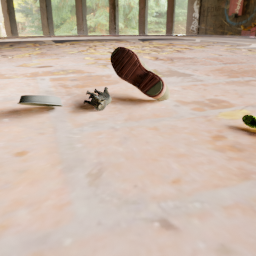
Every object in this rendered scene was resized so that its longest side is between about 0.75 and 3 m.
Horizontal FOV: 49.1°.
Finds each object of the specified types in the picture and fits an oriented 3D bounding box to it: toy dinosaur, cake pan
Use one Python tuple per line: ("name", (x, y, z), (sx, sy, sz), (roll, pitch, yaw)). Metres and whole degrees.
("toy dinosaur", (-0.899, -0.926, 9.118), (0.832, 0.626, 1.627), (27, 20, 10))
("cake pan", (-2.637, -0.813, 8.477), (1.348, 0.247, 1.348), (1, 0, 0))

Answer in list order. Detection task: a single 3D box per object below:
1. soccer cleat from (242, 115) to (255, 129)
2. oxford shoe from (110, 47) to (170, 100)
("soccer cleat", (3.423, -0.064, 7.231), (0.420, 0.324, 1.004), (27, 1, -43))
("oxford shoe", (0.392, -1.889, 10.109), (2.855, 1.011, 1.054), (51, 14, 28))
